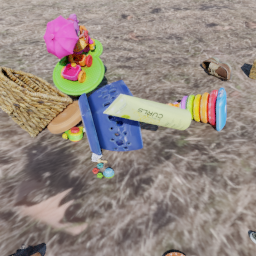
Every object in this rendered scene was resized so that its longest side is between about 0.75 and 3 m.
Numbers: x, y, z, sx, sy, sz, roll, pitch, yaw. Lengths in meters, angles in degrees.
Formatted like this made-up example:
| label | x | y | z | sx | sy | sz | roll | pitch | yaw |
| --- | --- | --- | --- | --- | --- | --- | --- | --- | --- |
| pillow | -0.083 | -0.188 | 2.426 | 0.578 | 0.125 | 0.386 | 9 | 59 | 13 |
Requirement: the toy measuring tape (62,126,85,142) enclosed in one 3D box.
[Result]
| label | x | y | z | sx | sy | sz | roll | pitch | yaw |
| --- | --- | --- | --- | --- | --- | --- | --- | --- | --- |
| toy measuring tape | -1.712 | 0.188 | 10.644 | 1.546 | 0.569 | 0.569 | -13 | 39 | -24 |

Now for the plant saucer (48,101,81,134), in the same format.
| label | x | y | z | sx | sy | sz | roll | pitch | yaw |
| --- | --- | --- | --- | --- | --- | --- | --- | --- | --- |
| plant saucer | -2.428 | -0.500 | 11.095 | 1.792 | 0.289 | 1.792 | -21 | 34 | 15 |

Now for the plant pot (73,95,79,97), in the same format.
| label | x | y | z | sx | sy | sz | roll | pitch | yaw |
| --- | --- | --- | --- | --- | --- | --- | --- | --- | --- |
| plant pot | -2.497 | -1.964 | 13.179 | 1.021 | 1.021 | 0.725 | -31 | 24 | -34 |

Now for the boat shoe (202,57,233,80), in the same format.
| label | x | y | z | sx | sy | sz | roll | pitch | yaw |
| --- | --- | --- | --- | --- | --- | --- | --- | --- | --- |
| boat shoe | 4.618 | -3.049 | 14.646 | 0.836 | 0.882 | 2.329 | -11 | 30 | -9 |

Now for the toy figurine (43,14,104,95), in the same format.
| label | x | y | z | sx | sy | sz | roll | pitch | yaw |
| --- | --- | --- | --- | --- | --- | --- | --- | --- | --- |
| toy figurine | -2.000 | -3.081 | 10.358 | 2.130 | 2.611 | 2.837 | 16 | 67 | 13 |

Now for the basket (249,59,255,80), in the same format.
| label | x | y | z | sx | sy | sz | roll | pitch | yaw |
| --- | --- | --- | --- | --- | --- | --- | --- | --- | --- |
| basket | 7.421 | -3.089 | 14.201 | 1.896 | 1.353 | 1.412 | 29 | 47 | 32 |

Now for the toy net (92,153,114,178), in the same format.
| label | x | y | z | sx | sy | sz | roll | pitch | yaw |
| --- | --- | --- | --- | --- | --- | --- | --- | --- | --- |
| toy net | -0.972 | 1.280 | 9.465 | 0.639 | 0.235 | 1.218 | -22 | 41 | -21 |

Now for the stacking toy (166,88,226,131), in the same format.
| label | x | y | z | sx | sy | sz | roll | pitch | yaw |
| --- | --- | --- | --- | --- | --- | --- | --- | --- | --- |
| stacking toy | 2.671 | -0.847 | 11.553 | 2.597 | 1.425 | 1.507 | 3 | 36 | 25 |

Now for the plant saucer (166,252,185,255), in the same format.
| label | x | y | z | sx | sy | sz | roll | pitch | yaw |
| --- | --- | --- | --- | --- | --- | --- | --- | --- | --- |
| plant saucer | 1.173 | 3.404 | 6.766 | 0.774 | 0.125 | 0.774 | 0 | 37 | 0 |

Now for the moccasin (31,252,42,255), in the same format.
| label | x | y | z | sx | sy | sz | roll | pitch | yaw |
| --- | --- | --- | --- | --- | --- | --- | --- | --- | --- |
| moccasin | -2.747 | 3.305 | 6.637 | 1.396 | 0.511 | 0.539 | -24 | 51 | -14 |

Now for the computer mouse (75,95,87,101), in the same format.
| label | x | y | z | sx | sy | sz | roll | pitch | yaw |
| --- | --- | --- | --- | --- | --- | --- | --- | --- | --- |
| computer mouse | -3.278 | -1.263 | 12.410 | 2.914 | 0.639 | 1.598 | 15 | 41 | 19 |

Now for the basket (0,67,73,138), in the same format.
| label | x | y | z | sx | sy | sz | roll | pitch | yaw |
| --- | --- | --- | --- | --- | --- | --- | --- | --- | --- |
| basket | -4.084 | -1.465 | 10.983 | 2.178 | 2.087 | 2.924 | -46 | 52 | -12 |

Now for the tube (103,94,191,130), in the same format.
| label | x | y | z | sx | sy | sz | roll | pitch | yaw |
| --- | --- | --- | --- | --- | --- | --- | --- | --- | --- |
| tube | 0.475 | -0.311 | 5.878 | 1.897 | 0.551 | 0.493 | 11 | 17 | -31 |

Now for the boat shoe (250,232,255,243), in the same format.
| label | x | y | z | sx | sy | sz | roll | pitch | yaw |
| --- | --- | --- | --- | --- | --- | --- | --- | --- | --- |
| boat shoe | 3.598 | 2.940 | 7.250 | 0.833 | 0.265 | 0.294 | 26 | 44 | 29 |

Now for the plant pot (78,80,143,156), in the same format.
| label | x | y | z | sx | sy | sz | roll | pitch | yaw |
| --- | --- | --- | --- | --- | --- | --- | --- | --- | --- |
| plant pot | -0.687 | -0.313 | 9.996 | 1.840 | 2.046 | 2.046 | -15 | 31 | -8 |
